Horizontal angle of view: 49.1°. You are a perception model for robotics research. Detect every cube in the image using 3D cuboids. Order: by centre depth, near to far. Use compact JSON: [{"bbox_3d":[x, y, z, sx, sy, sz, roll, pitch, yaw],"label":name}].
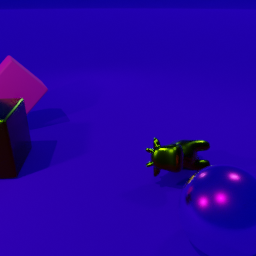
[{"bbox_3d":[-2.945,0.193,5.966,1.308,1.308,1.308,-2,25,-3],"label":"cube"},{"bbox_3d":[-3.150,-1.101,7.747,1.203,1.203,1.203,-49,32,-1],"label":"cube"}]

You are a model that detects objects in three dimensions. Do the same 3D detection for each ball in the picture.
[{"bbox_3d":[1.364,1.164,3.957,1.295,1.295,1.295,0,25,0],"label":"ball"}]

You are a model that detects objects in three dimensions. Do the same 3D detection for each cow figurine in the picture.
[{"bbox_3d":[0.952,0.540,5.636,1.349,0.753,1.371,0,1,-6],"label":"cow figurine"}]
